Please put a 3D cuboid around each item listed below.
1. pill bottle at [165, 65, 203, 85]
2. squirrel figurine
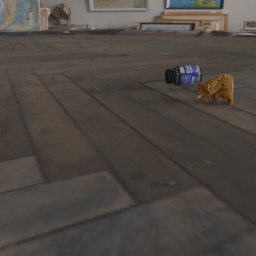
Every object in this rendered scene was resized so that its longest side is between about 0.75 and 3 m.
[{"bbox_3d":[1.967,-1.868,9.968,1.210,0.677,0.677,-5,23,-7],"label":"pill bottle"},{"bbox_3d":[2.654,-1.246,8.636,1.075,0.815,1.151,2,-18,23],"label":"squirrel figurine"}]
